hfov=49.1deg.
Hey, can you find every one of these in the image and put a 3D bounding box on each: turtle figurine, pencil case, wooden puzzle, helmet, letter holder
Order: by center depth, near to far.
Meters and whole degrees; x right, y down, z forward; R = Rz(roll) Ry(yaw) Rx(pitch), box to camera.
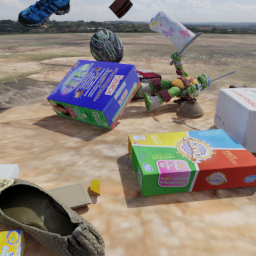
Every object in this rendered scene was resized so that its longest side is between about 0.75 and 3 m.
[{"bbox_3d":[-1.082,1.252,5.018,1.295,0.151,0.873,-6,19,-13],"label":"wooden puzzle"},{"bbox_3d":[1.649,-1.783,9.494,2.642,1.961,2.725,-20,-11,-8],"label":"turtle figurine"},{"bbox_3d":[1.540,-3.404,9.827,1.634,0.741,0.679,32,-5,-11],"label":"pencil case"},{"bbox_3d":[-0.253,-4.656,10.707,0.556,0.782,0.393,48,13,2],"label":"letter holder"},{"bbox_3d":[-1.304,-4.881,17.146,2.195,2.195,2.093,-5,18,-13],"label":"helmet"}]

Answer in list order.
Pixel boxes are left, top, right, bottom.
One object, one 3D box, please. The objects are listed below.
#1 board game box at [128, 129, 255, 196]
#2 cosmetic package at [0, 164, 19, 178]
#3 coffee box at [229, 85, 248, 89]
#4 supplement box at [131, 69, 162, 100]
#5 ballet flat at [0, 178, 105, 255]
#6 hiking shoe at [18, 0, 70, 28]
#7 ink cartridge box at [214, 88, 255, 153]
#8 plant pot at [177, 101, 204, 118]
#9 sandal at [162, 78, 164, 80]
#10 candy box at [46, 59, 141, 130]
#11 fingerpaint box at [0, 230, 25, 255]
[{"bbox_3d":[1.293,0.643,6.019,2.367,0.477,1.811,-4,23,-8],"label":"board game box"},{"bbox_3d":[-2.733,0.996,5.460,0.988,0.255,0.745,-2,24,-4],"label":"cosmetic package"},{"bbox_3d":[4.264,-1.237,10.546,0.669,0.473,1.184,1,23,3],"label":"coffee box"},{"bbox_3d":[-0.295,-1.694,11.110,2.895,0.881,1.576,-10,25,-24],"label":"supplement box"},{"bbox_3d":[-1.351,1.248,4.148,2.475,0.574,0.834,21,46,32],"label":"ballet flat"},{"bbox_3d":[-2.958,-4.359,9.885,0.834,0.972,2.241,40,56,8],"label":"hiking shoe"},{"bbox_3d":[3.971,-0.306,7.405,2.751,1.160,2.010,-2,23,-4],"label":"ink cartridge box"},{"bbox_3d":[2.064,-0.649,9.234,0.872,0.402,0.872,-1,22,0],"label":"plant pot"},{"bbox_3d":[1.303,-1.979,12.212,0.836,0.558,2.046,-7,23,-17],"label":"sandal"},{"bbox_3d":[-1.044,-1.143,8.740,2.280,0.878,1.928,14,58,32],"label":"candy box"},{"bbox_3d":[-1.767,1.754,3.555,0.724,0.318,0.867,-4,24,-8],"label":"fingerpaint box"}]
